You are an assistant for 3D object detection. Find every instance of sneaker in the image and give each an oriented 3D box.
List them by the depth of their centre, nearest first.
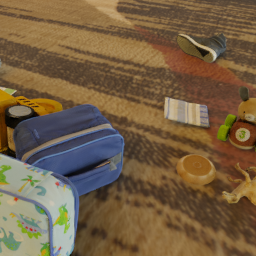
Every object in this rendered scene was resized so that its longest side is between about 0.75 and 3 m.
[{"bbox_3d":[3.373,-3.850,12.584,2.100,0.798,1.517,38,64,24],"label":"sneaker"}]

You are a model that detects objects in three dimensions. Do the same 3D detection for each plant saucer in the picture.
[{"bbox_3d":[1.833,1.047,7.491,1.050,0.186,1.050,0,41,0],"label":"plant saucer"}]

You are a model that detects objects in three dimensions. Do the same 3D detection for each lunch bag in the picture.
[{"bbox_3d":[-2.279,1.651,5.361,2.622,2.107,1.081,13,25,16],"label":"lunch bag"},{"bbox_3d":[-1.262,0.680,6.732,2.548,1.731,1.686,-19,45,-23],"label":"lunch bag"}]

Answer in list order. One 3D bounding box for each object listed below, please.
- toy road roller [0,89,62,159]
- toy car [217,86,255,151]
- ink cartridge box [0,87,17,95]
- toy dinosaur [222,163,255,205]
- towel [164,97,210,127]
[{"bbox_3d":[-3.041,-0.235,8.053,2.501,1.537,1.826,26,32,27],"label":"toy road roller"},{"bbox_3d":[3.452,-0.336,7.901,1.350,1.644,1.297,20,42,27],"label":"toy car"},{"bbox_3d":[-4.915,-0.995,9.666,1.787,0.428,1.300,15,43,17],"label":"ink cartridge box"},{"bbox_3d":[3.341,1.387,6.936,2.239,0.652,1.132,-8,56,2],"label":"toy dinosaur"},{"bbox_3d":[1.869,-0.520,8.972,1.460,0.174,1.072,13,41,0],"label":"towel"}]
